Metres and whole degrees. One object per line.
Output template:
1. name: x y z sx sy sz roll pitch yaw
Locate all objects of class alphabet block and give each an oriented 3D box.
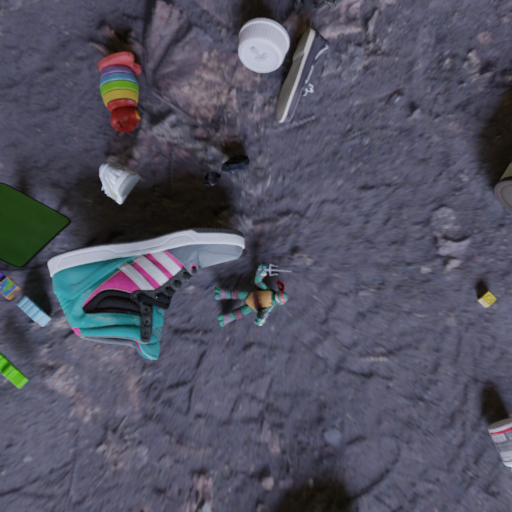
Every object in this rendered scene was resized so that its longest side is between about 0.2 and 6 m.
1. alphabet block: 4.336 0.821 10.527 0.206 0.210 0.205 -43 81 -10

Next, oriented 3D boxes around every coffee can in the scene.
1. coffee can: 5.483 -1.660 10.626 1.199 1.199 1.639 34 79 8

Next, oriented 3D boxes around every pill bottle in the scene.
1. pill bottle: 4.463 3.343 9.753 0.499 0.499 0.901 -21 77 -5

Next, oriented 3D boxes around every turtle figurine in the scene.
1. turtle figurine: 0.015 0.807 10.266 1.488 0.749 1.114 -12 61 12

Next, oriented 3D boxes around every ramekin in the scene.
1. ramekin: 0.118 -4.173 11.255 1.034 1.034 0.543 11 66 3

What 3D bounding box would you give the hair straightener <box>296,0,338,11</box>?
1. hair straightener: 0.925 -6.781 12.144 1.367 0.727 3.553 -28 78 -7

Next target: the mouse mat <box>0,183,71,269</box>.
1. mouse mat: -4.416 -0.593 10.015 1.583 1.967 0.074 29 119 -5

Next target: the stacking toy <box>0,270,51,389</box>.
1. stacking toy: -4.470 0.690 10.345 2.801 0.658 2.112 44 75 4

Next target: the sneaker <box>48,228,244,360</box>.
1. sneaker: -1.727 0.737 9.871 3.462 1.448 2.091 -11 80 -11

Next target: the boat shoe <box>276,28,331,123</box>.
1. boat shoe: 0.984 -3.575 11.359 0.622 0.720 1.982 20 87 -21

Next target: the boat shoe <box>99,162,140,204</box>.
1. boat shoe: -2.404 -1.303 9.718 0.546 1.704 0.628 36 87 -11

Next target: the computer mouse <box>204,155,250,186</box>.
1. computer mouse: -0.550 -1.581 10.674 0.456 1.556 0.265 5 118 27

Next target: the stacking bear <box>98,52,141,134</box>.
1. stacking bear: -2.701 -3.197 11.273 0.816 0.871 1.435 -9 83 3
